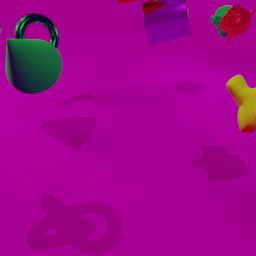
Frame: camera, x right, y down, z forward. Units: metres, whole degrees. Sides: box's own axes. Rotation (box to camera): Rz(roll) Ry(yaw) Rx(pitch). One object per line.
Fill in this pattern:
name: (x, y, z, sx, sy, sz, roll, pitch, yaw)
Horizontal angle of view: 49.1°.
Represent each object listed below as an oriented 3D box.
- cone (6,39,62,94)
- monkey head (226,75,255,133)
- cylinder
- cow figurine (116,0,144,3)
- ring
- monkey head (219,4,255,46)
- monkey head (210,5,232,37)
cone: (-2.713, -1.887, 7.190, 1.635, 1.635, 1.641, 2, -9, 3)
monkey head: (2.119, -0.427, 4.354, 1.496, 1.077, 0.902, -36, 5, -29)
cylinder: (0.801, -2.228, 5.748, 0.860, 0.860, 0.860, -9, 32, 15)
cow figurine: (0.354, -2.858, 5.571, 1.274, 0.711, 1.295, -14, 21, -17)
ring: (-2.955, -2.993, 9.189, 1.448, 1.448, 0.290, -25, 26, -32)
monkey head: (3.123, -3.045, 8.107, 0.763, 1.267, 0.911, 41, 21, 6)
monkey head: (3.303, -3.643, 9.486, 0.759, 0.906, 1.260, -32, 21, -8)
